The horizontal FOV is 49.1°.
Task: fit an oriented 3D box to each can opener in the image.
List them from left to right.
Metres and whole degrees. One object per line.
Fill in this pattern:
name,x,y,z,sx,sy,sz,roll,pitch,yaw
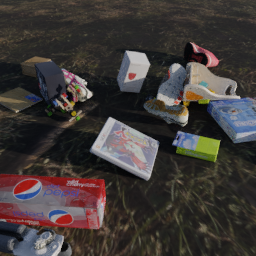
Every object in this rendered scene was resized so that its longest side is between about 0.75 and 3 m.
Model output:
can opener,-2.709,2.791,6.782,2.705,0.899,0.712,4,32,20

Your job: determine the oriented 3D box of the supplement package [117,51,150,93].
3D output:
supplement package,0.221,-2.643,13.278,1.001,1.650,0.988,2,44,-20

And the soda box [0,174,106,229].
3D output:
soda box,-2.151,1.998,7.670,2.985,0.946,1.045,3,36,3

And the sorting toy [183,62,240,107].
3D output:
sorting toy,3.731,-1.778,12.594,2.378,1.411,2.642,6,34,11

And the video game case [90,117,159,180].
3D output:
video game case,-0.028,0.632,9.567,2.086,0.240,1.900,27,37,-2

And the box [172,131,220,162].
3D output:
box,2.446,0.649,10.104,1.547,0.369,0.944,13,37,18

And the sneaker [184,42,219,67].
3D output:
sneaker,4.374,-4.319,16.920,1.206,1.025,2.781,0,35,-25

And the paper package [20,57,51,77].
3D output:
paper package,-5.110,-3.432,15.683,1.211,0.657,1.271,15,38,20

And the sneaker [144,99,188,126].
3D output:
sneaker,1.516,-0.563,11.470,1.998,0.876,0.756,21,58,35

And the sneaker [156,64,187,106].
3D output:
sneaker,1.906,-1.705,13.056,1.143,1.214,2.966,35,53,-7

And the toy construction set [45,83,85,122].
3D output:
toy construction set,-2.405,-0.988,11.954,1.659,1.275,1.384,-51,13,-29

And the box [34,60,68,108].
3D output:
box,-3.521,-2.034,12.888,0.896,1.567,1.721,-18,38,-24

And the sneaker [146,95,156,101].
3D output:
sneaker,0.954,-1.141,12.529,0.438,0.400,1.082,38,30,-9

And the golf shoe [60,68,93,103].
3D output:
golf shoe,-2.642,-2.082,13.603,1.190,0.938,2.584,-14,47,-29

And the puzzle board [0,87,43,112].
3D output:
puzzle board,-5.167,-1.334,13.131,1.935,0.168,1.458,25,41,30

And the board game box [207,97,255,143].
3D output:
board game box,4.902,-0.426,11.498,2.411,0.523,2.399,-7,37,-10
